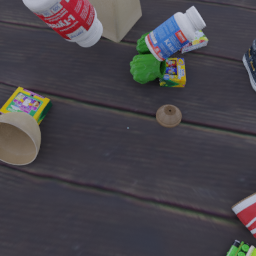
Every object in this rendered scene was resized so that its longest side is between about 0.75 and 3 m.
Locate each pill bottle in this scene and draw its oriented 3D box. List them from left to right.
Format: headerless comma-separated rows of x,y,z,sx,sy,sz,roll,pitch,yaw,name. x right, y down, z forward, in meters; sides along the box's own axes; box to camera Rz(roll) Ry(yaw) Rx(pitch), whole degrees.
-2.201,-4.238,10.203,1.665,2.967,1.665,-7,73,24,pill bottle
1.748,-3.491,10.339,2.041,1.145,1.145,-32,59,27,pill bottle

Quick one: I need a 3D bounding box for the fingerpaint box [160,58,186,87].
1.940,-2.462,12.345,1.084,0.477,1.299,2,61,1,fingerpaint box

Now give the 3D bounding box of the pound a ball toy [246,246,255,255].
3.846,4.720,8.011,1.369,0.892,2.099,8,52,51,pound a ball toy

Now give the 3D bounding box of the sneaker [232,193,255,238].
4.944,2.667,9.273,2.579,0.919,1.451,-26,60,-5,sneaker

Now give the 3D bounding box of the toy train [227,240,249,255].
3.139,4.313,8.643,0.539,0.399,1.913,21,59,39,toy train

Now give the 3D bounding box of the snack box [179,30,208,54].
2.951,-4.198,13.356,1.393,0.369,0.991,-20,63,-11,snack box

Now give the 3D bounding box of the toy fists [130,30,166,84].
1.004,-3.172,12.293,1.484,1.001,2.911,1,60,26,toy fists

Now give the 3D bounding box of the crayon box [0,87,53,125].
-4.142,-0.815,11.450,1.565,0.456,1.350,23,65,12,crayon box

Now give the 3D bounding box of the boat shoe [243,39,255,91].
5.780,-2.546,11.973,0.934,1.198,2.640,-11,62,-6,boat shoe

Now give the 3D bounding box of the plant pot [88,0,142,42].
-0.881,-6.022,13.369,2.393,2.119,2.390,27,65,15,plant pot

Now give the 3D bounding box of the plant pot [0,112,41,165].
-4.045,0.180,10.244,2.000,2.000,1.343,7,38,4,plant pot

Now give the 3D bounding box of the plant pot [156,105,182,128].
1.671,-0.571,11.308,1.043,0.481,1.043,0,62,0,plant pot
